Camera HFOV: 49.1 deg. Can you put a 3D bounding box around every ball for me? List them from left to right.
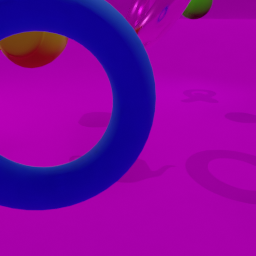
[{"bbox_3d":[1.699,-3.224,7.113,0.874,0.874,0.874,0,23,0],"label":"ball"}]

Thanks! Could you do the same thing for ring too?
[{"bbox_3d":[-0.610,-0.167,2.033,1.694,1.694,0.339,-5,19,-12],"label":"ring"},{"bbox_3d":[0.502,-2.064,4.375,0.389,1.947,1.947,27,15,-21],"label":"ring"}]

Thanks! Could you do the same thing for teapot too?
[{"bbox_3d":[-1.505,-1.683,4.780,2.045,1.272,1.002,-12,7,21],"label":"teapot"}]
